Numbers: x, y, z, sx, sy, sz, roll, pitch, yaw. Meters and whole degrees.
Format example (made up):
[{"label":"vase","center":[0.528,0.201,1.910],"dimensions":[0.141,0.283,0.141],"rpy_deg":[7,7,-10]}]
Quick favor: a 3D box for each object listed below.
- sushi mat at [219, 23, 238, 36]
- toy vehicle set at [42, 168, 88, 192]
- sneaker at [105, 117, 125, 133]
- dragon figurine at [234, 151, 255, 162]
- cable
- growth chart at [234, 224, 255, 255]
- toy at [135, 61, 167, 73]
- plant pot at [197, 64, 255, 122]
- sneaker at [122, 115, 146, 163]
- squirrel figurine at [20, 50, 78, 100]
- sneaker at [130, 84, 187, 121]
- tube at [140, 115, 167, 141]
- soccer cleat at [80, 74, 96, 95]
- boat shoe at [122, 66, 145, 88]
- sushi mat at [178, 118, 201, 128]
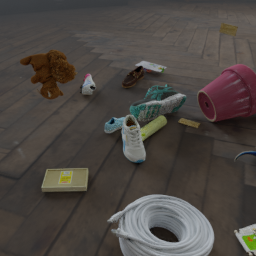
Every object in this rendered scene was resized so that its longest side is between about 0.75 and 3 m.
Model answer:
[{"label":"sushi mat","center":[4.104,-4.028,11.451],"dimensions":[0.049,0.391,0.817],"rpy_deg":[-12,35,-35]},{"label":"toy vehicle set","center":[-2.031,1.690,9.174],"dimensions":[1.407,0.187,0.874],"rpy_deg":[-1,34,-1]},{"label":"sneaker","center":[-0.474,-0.239,11.772],"dimensions":[0.461,0.512,1.249],"rpy_deg":[24,41,30]},{"label":"dragon figurine","center":[5.007,1.053,9.659],"dimensions":[2.347,0.691,1.167],"rpy_deg":[-5,35,-9]},{"label":"cable","center":[0.902,2.618,6.988],"dimensions":[2.295,0.794,2.294],"rpy_deg":[24,29,31]},{"label":"growth chart","center":[3.474,2.899,7.454],"dimensions":[1.196,0.106,0.865],"rpy_deg":[-14,37,-19]},{"label":"toy","center":[1.382,-3.598,16.911],"dimensions":[1.676,0.396,0.965],"rpy_deg":[18,35,26]},{"label":"plant pot","center":[4.271,-1.323,12.113],"dimensions":[2.057,2.298,2.298],"rpy_deg":[-24,38,-8]},{"label":"sneaker","center":[0.167,0.400,10.434],"dimensions":[0.771,0.814,2.016],"rpy_deg":[-7,48,-13]},{"label":"squirrel figurine","center":[-2.847,-1.960,10.515],"dimensions":[1.768,1.650,1.251],"rpy_deg":[-15,1,21]},{"label":"sneaker","center":[1.156,-1.226,12.501],"dimensions":[2.976,1.154,1.357],"rpy_deg":[-15,55,-35]},{"label":"tube","center":[0.868,0.061,11.422],"dimensions":[1.734,0.503,0.450],"rpy_deg":[-33,89,-28]},{"label":"soccer cleat","center":[-2.026,-2.267,14.821],"dimensions":[0.763,0.618,1.768],"rpy_deg":[9,39,-2]},{"label":"boat shoe","center":[0.277,-2.892,15.587],"dimensions":[0.705,0.705,2.004],"rpy_deg":[19,39,21]},{"label":"sushi mat","center":[2.659,-0.217,12.149],"dimensions":[0.900,0.054,0.430],"rpy_deg":[19,38,26]}]
